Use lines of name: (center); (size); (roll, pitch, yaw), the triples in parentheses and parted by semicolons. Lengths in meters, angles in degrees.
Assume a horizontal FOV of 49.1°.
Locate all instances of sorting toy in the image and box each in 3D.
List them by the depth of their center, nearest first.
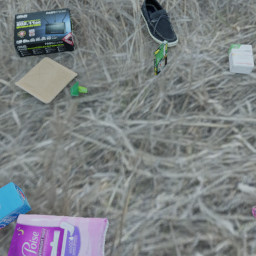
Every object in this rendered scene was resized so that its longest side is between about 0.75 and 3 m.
sorting toy: (-3.090, -1.818, 11.793); (2.704, 0.398, 1.999); (31, 62, 18)

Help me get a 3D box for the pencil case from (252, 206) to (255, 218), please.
pencil case: (4.771, 2.509, 9.330); (1.358, 0.562, 0.587); (-40, 97, -11)

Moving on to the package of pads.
package of pads: (-2.082, 3.636, 8.628); (2.903, 1.098, 1.749); (3, 60, 1)

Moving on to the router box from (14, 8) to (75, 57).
router box: (-3.828, -4.398, 12.872); (2.606, 0.809, 1.952); (-9, 63, -4)

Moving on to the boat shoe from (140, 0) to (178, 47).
boat shoe: (1.430, -5.015, 13.141); (1.099, 0.917, 2.947); (-19, 66, -12)

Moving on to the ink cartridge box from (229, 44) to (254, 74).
ink cartridge box: (4.970, -3.042, 12.341); (0.890, 0.536, 1.225); (4, 62, 3)

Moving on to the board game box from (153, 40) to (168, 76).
board game box: (1.222, -2.576, 10.434); (0.159, 1.357, 0.711); (37, 76, 19)

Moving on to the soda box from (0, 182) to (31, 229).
soda box: (-4.689, 2.979, 9.076); (2.772, 0.889, 0.940); (-32, 67, -15)
